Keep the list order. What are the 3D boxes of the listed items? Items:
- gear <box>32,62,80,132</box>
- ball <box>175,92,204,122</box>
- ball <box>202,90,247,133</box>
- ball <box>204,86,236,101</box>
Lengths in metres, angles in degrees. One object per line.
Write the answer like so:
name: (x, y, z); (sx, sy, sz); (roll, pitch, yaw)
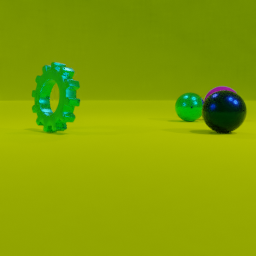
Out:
gear: (-1.929, -0.789, 7.334); (1.778, 1.778, 0.329); (6, 3, 42)
ball: (2.375, -0.806, 10.787); (1.129, 1.129, 1.129); (0, 6, 0)
ball: (2.495, -0.426, 7.304); (1.114, 1.114, 1.114); (0, 6, 0)
ball: (3.787, -0.989, 11.341); (1.391, 1.391, 1.391); (0, 6, 0)
